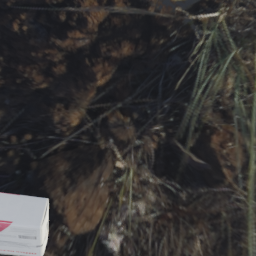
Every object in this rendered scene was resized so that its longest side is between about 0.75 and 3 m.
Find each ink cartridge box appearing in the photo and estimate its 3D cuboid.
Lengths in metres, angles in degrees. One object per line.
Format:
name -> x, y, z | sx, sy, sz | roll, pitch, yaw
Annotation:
ink cartridge box -> -1.975, 1.774, 5.030 | 1.013, 1.390, 0.590 | 10, 45, -8
